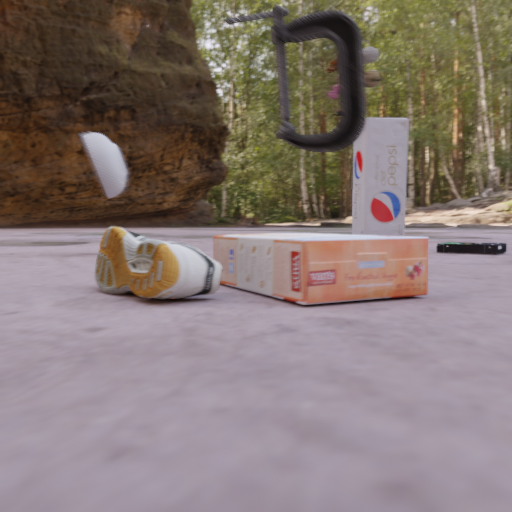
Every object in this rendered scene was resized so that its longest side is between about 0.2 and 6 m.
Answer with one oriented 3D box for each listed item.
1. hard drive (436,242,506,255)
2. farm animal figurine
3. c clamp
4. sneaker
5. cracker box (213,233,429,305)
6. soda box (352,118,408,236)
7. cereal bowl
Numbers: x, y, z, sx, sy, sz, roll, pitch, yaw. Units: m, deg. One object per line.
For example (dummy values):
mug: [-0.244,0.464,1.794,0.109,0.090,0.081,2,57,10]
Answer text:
hard drive: [4.540,-0.161,11.818,1.226,0.232,0.857,3,5,35]
farm animal figurine: [2.234,-3.992,12.985,1.355,1.371,0.715,-8,22,24]
c clamp: [0.694,-2.767,8.769,2.067,2.419,0.328,-8,3,21]
sneaker: [-0.970,0.129,5.333,0.742,0.640,1.692,11,3,-38]
cracker box: [0.534,0.065,5.575,1.324,0.570,1.977,-2,3,-26]
soda box: [2.917,-1.683,13.309,1.039,3.051,0.971,-1,7,-8]
cereal bowl: [-2.874,-1.796,10.870,0.529,1.271,1.271,-22,9,-13]
